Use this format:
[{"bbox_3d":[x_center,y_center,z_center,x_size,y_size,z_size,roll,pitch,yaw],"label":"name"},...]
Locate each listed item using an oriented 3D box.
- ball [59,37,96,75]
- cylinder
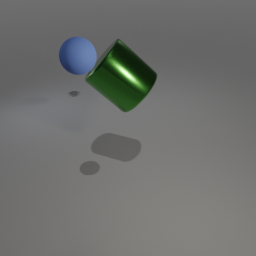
[{"bbox_3d":[-0.949,-1.361,5.304,0.700,0.700,0.700,0,30,0],"label":"ball"},{"bbox_3d":[-0.184,-1.369,7.460,1.400,1.400,1.400,38,25,-17],"label":"cylinder"}]
